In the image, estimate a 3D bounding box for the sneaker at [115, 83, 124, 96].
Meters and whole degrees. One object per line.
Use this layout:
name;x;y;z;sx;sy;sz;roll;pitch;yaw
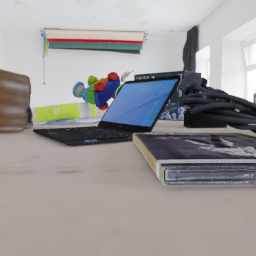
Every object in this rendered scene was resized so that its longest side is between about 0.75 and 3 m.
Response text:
sneaker;0.449;-1.268;9.609;1.910;0.733;0.800;-17;24;-19

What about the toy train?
toy train;-0.962;-1.813;11.247;1.446;1.058;2.500;16;43;27

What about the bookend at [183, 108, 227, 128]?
bookend;2.373;-0.363;9.305;1.329;0.616;1.337;-1;5;-7

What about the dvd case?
dvd case;1.298;0.329;4.136;2.200;0.236;2.958;1;5;-4

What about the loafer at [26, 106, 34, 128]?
loafer;-4.000;-0.318;8.262;2.288;0.721;0.823;-2;6;-24

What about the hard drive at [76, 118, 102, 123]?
hard drive;-1.496;-0.298;11.044;0.712;0.137;1.079;1;5;16

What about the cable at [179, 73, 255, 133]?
cable;2.132;-0.275;5.572;2.290;0.713;2.807;27;14;-7

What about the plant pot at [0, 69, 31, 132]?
plant pot;-3.654;-0.751;7.143;2.028;2.049;2.049;5;2;-29

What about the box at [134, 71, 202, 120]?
box;1.773;-1.459;12.874;2.815;2.089;1.507;4;8;42

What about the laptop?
laptop;-0.580;-0.534;6.762;2.823;1.458;2.502;-3;6;-32

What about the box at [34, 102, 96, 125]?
box;-2.380;-0.608;10.920;1.670;0.653;2.738;-7;4;8
